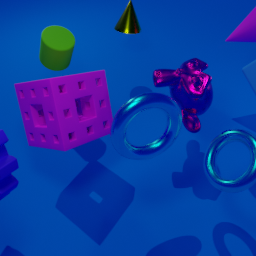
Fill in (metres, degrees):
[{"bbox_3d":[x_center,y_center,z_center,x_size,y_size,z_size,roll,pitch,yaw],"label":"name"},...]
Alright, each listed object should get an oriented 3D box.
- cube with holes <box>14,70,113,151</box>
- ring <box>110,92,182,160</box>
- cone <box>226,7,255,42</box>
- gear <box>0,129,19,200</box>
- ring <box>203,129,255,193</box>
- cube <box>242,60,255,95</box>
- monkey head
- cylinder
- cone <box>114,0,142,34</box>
[{"bbox_3d":[-1.352,-0.421,6.104,1.383,1.383,1.383,3,17,42],"label":"cube with holes"},{"bbox_3d":[0.340,0.001,4.963,1.360,1.360,0.272,-16,36,-13],"label":"ring"},{"bbox_3d":[3.431,-2.693,7.528,1.625,1.619,1.619,-20,45,24],"label":"cone"},{"bbox_3d":[-2.617,0.393,4.617,1.884,1.884,0.349,25,36,19],"label":"gear"},{"bbox_3d":[1.974,0.607,5.302,0.247,1.237,1.237,24,39,-35],"label":"ring"},{"bbox_3d":[3.480,-1.022,5.898,1.301,1.301,1.301,-9,71,-49],"label":"cube"},{"bbox_3d":[1.271,-0.908,6.579,1.428,1.196,1.985,-1,54,0],"label":"monkey head"},{"bbox_3d":[-1.793,-1.993,7.052,0.807,0.807,0.807,10,60,-17],"label":"cylinder"},{"bbox_3d":[0.042,-3.403,8.434,0.870,0.874,0.870,5,35,-3],"label":"cone"}]
